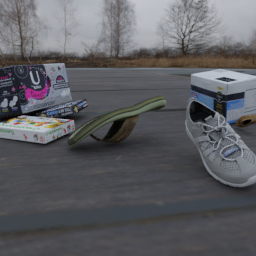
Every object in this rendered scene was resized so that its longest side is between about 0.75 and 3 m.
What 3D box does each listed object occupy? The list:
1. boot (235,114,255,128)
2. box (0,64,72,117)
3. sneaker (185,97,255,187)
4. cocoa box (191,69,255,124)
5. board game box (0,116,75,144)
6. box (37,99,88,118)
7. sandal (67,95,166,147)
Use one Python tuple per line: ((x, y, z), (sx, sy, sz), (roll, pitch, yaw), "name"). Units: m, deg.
((3.406, -0.187, 8.214), (0.358, 0.349, 0.949), (-18, -5, -17), "boot")
((-3.695, -1.472, 10.362), (1.862, 1.617, 2.818), (-5, 12, 25), "box")
((1.622, 0.209, 5.266), (0.814, 0.893, 2.179), (-30, 39, -3), "sneaker")
((3.365, -1.165, 9.897), (1.428, 1.405, 2.141), (-12, 22, -16), "cocoa box")
((-2.689, 0.006, 7.869), (2.000, 0.346, 1.262), (5, 18, 24), "board game box")
((-2.278, -0.636, 9.914), (1.382, 0.343, 1.371), (-12, 14, 14), "box")
((-0.152, -0.083, 7.001), (2.787, 0.795, 1.107), (-21, 5, -20), "sandal")
